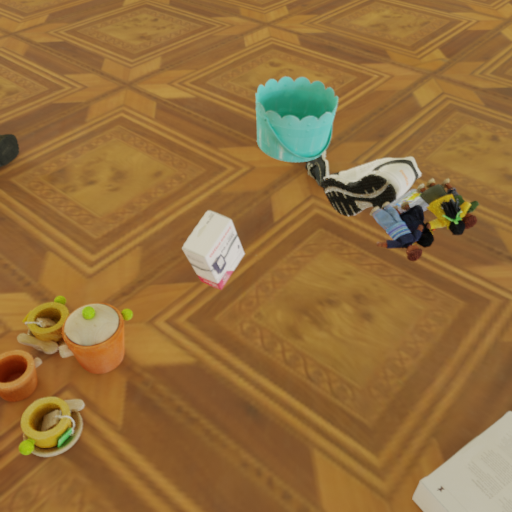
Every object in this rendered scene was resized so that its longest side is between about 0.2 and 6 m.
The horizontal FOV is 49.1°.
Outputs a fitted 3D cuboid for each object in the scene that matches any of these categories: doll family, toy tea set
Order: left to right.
[{"bbox_3d":[-2.998,1.588,7.600,1.785,1.111,3.002,11,44,12],"label":"toy tea set"},{"bbox_3d":[2.212,-0.447,7.242,1.518,0.596,0.878,-29,65,1],"label":"doll family"}]

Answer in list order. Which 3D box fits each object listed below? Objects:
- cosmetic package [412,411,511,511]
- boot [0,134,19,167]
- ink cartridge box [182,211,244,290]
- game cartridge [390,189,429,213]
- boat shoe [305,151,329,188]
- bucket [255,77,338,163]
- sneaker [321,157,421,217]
[{"bbox_3d":[3.197,3.106,6.385,1.667,0.571,2.210,-23,48,-25],"label":"cosmetic package"},{"bbox_3d":[-6.213,-1.990,11.811,1.442,0.747,2.207,8,36,16],"label":"boot"},{"bbox_3d":[-0.636,-0.076,8.630,0.441,1.045,0.757,23,67,23],"label":"ink cartridge box"},{"bbox_3d":[2.303,-0.787,8.218,0.524,0.159,0.787,-38,16,-9],"label":"game cartridge"},{"bbox_3d":[1.250,-1.847,11.703,0.454,0.570,1.507,1,31,-1],"label":"boat shoe"},{"bbox_3d":[0.552,-1.949,8.047,1.210,0.788,1.210,2,45,-2],"label":"bucket"},{"bbox_3d":[1.980,-1.240,9.824,0.889,0.820,2.223,-36,19,-20],"label":"sneaker"}]
